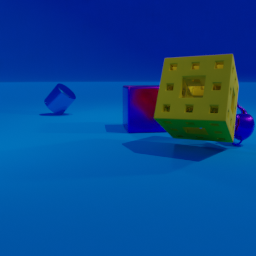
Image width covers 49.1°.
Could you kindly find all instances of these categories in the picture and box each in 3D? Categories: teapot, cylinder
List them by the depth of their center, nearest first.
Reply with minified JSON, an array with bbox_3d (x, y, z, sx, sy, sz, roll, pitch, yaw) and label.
[{"bbox_3d":[2.626,-0.088,6.611,0.520,1.063,0.661,16,-12,-8],"label":"teapot"},{"bbox_3d":[-2.846,-1.210,11.756,0.954,0.954,0.954,40,17,-15],"label":"cylinder"}]

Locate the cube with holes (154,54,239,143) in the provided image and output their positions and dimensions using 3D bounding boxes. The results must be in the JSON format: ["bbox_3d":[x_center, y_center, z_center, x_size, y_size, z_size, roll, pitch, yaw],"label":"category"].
[{"bbox_3d":[1.556,-0.589,6.105,1.393,1.393,1.393,4,-17,27],"label":"cube with holes"}]

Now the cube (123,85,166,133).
[{"bbox_3d":[0.558,-0.621,8.525,1.311,1.311,1.311,-1,10,-8],"label":"cube"}]
